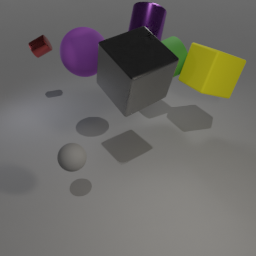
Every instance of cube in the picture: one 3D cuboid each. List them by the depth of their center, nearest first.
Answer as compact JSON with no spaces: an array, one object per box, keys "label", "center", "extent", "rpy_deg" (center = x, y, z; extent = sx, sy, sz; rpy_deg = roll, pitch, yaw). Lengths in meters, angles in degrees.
[{"label":"cube","center":[0.172,-1.416,7.039],"extent":[1.400,1.400,1.400],"rpy_deg":[-28,64,-24]},{"label":"cube","center":[2.890,-1.998,9.775],"extent":[1.400,1.400,1.400],"rpy_deg":[6,24,-30]}]

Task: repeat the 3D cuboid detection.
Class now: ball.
[{"label":"ball","center":[-1.355,0.709,6.794],"extent":[0.700,0.700,0.700],"rpy_deg":[0,33,0]},{"label":"ball","center":[-1.268,-2.193,8.129],"extent":[1.400,1.400,1.400],"rpy_deg":[0,33,0]}]

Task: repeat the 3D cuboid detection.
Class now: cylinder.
[{"label":"cylinder","center":[1.342,-2.506,10.517],"extent":[1.400,1.400,1.400],"rpy_deg":[-27,38,-9]},{"label":"cylinder","center":[0.758,-4.175,11.440],"extent":[1.400,1.400,1.400],"rpy_deg":[12,4,-1]},{"label":"cylinder","center":[-3.625,-3.388,11.623],"extent":[0.700,0.700,0.700],"rpy_deg":[-27,33,7]}]
